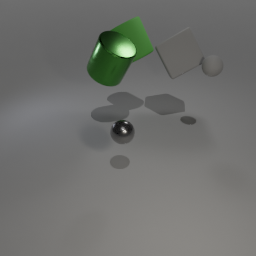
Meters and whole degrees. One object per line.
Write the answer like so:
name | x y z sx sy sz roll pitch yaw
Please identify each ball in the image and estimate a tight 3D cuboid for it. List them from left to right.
ball | -0.155 0.114 7.943 0.700 0.700 0.700 0 30 0
ball | 2.832 -2.074 9.391 0.700 0.700 0.700 0 30 0

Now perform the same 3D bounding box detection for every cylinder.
cylinder | -0.598 -2.441 9.936 1.400 1.400 1.400 16 49 -19
cylinder | 0.089 -3.332 10.836 1.400 1.400 1.400 -25 16 8

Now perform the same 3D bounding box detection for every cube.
cube | 1.985 -2.882 10.901 1.400 1.400 1.400 -27 11 11
